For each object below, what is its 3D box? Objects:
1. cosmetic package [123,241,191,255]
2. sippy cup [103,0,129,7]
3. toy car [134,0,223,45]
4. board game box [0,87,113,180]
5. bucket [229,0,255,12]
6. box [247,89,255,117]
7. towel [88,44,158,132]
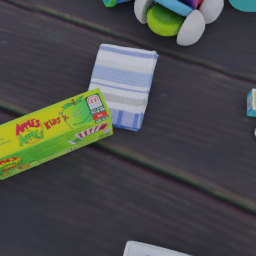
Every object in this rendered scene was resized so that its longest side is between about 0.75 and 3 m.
[{"bbox_3d":[1.025,3.350,4.711,2.676,2.206,2.208,12,67,5],"label":"cosmetic package"},{"bbox_3d":[-0.063,-4.564,8.600,1.392,1.492,1.900,-12,74,-13],"label":"sippy cup"},{"bbox_3d":[1.516,-3.794,7.985,2.163,1.853,2.471,36,71,14],"label":"toy car"},{"bbox_3d":[-1.813,0.188,6.296,2.898,1.472,0.690,-23,74,-8],"label":"board game box"},{"bbox_3d":[3.863,-4.559,8.336,1.979,1.979,1.287,6,72,3],"label":"bucket"},{"bbox_3d":[4.009,-0.568,7.392,1.582,0.389,0.651,9,67,4],"label":"box"},{"bbox_3d":[-0.218,-1.134,7.474,1.659,0.269,2.258,12,79,7],"label":"towel"}]
